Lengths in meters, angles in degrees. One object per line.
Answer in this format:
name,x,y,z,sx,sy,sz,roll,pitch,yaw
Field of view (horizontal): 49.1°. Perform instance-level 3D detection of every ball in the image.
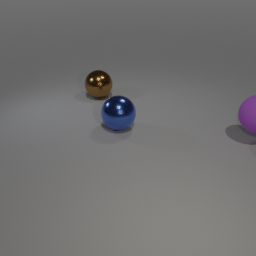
ball,-0.379,-0.602,11.211,1.400,1.400,1.400,0,29,0
ball,4.697,-0.496,10.033,1.400,1.400,1.400,0,29,0
ball,-1.473,-2.201,14.065,1.400,1.400,1.400,0,29,0
